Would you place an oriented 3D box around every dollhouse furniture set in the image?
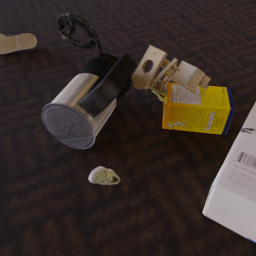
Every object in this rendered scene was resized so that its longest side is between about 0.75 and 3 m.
[{"bbox_3d":[1.483,-1.034,7.623,2.080,1.156,1.840,19,17,-44],"label":"dollhouse furniture set"}]

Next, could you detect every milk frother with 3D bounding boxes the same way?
[{"bbox_3d":[-1.265,-1.227,6.928,2.451,2.212,2.306,31,49,-3],"label":"milk frother"}]

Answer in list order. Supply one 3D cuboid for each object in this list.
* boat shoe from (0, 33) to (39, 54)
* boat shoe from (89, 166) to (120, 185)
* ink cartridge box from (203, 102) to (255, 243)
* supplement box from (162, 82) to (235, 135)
[{"bbox_3d":[-4.239,-3.026,10.192,2.026,0.736,0.635,-3,3,5],"label":"boat shoe"},{"bbox_3d":[-0.439,0.973,5.602,0.293,0.945,0.340,28,96,25],"label":"boat shoe"},{"bbox_3d":[3.107,0.933,5.765,2.043,1.190,2.825,25,51,23],"label":"ink cartridge box"},{"bbox_3d":[1.794,-0.515,7.370,1.680,0.920,0.914,6,45,5],"label":"supplement box"}]
